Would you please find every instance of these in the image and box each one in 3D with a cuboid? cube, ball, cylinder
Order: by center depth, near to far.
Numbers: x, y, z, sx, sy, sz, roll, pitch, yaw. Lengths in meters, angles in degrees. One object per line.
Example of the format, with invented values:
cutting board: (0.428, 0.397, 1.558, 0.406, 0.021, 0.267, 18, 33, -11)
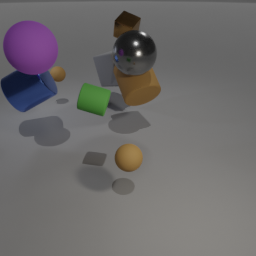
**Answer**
ball: (0.017, 0.738, 6.953, 0.700, 0.700, 0.700, 0, 28, 0)
cylinder: (-0.864, -0.721, 7.136, 0.700, 0.700, 0.700, 16, 28, -2)
ball: (-2.600, -2.146, 7.539, 1.400, 1.400, 1.400, 0, 28, 0)
ball: (0.206, -2.331, 8.776, 1.400, 1.400, 1.400, 0, 28, 0)
cylinder: (-3.468, -1.476, 9.919, 1.400, 1.400, 1.400, -28, 28, 7)
cube: (-0.040, -3.588, 9.975, 0.700, 0.700, 0.700, 27, 59, 9)
cylinder: (0.326, -1.747, 10.297, 1.400, 1.400, 1.400, -12, 68, -21)
cube: (-0.460, -2.716, 12.454, 1.400, 1.400, 1.400, -28, 22, -33)
ball: (-3.196, -2.452, 12.764, 0.700, 0.700, 0.700, 0, 28, 0)
